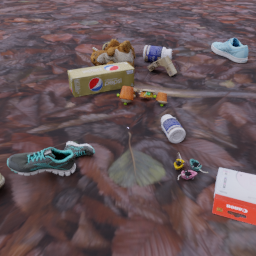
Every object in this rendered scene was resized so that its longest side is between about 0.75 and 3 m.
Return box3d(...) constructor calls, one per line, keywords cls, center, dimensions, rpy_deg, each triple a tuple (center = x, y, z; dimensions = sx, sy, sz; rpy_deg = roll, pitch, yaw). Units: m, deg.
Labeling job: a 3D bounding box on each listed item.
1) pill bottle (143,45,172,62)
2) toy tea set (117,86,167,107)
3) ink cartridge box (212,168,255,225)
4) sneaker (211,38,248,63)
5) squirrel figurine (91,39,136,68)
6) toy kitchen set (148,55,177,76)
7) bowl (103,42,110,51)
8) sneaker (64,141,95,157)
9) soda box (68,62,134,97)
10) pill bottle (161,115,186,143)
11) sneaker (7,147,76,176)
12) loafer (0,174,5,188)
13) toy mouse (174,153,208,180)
box3d(cls="pill bottle", center=(1.434, -3.546, 13.504), dimensions=(1.298, 0.751, 0.751), rpy_deg=(9, 34, 14))
box3d(cls="toy tea set", center=(0.510, -1.057, 10.053), dimensions=(1.780, 0.659, 1.059), rpy_deg=(12, 6, 23))
box3d(cls="ink cartridge box", center=(2.492, 1.479, 6.280), dimensions=(1.034, 0.363, 1.272), rpy_deg=(12, 31, 17))
box3d(cls="sneaker", center=(5.206, -4.141, 14.188), dimensions=(0.897, 0.995, 2.428), rpy_deg=(-15, 36, -23))
box3d(cls="squirrel figurine", center=(-0.686, -3.254, 12.751), dimensions=(1.867, 1.416, 2.001), rpy_deg=(-4, 28, 15))
box3d(cls="toy kitchen set", center=(1.411, -2.516, 12.305), dimensions=(0.988, 0.892, 0.806), rpy_deg=(-25, 7, 44))
box3d(cls="bowl", center=(-0.817, -3.505, 13.497), dimensions=(1.097, 0.515, 1.097), rpy_deg=(11, 67, -26))
box3d(cls="sneaker", center=(-1.333, 0.649, 7.556), dimensions=(0.923, 0.358, 0.421), rpy_deg=(6, 41, 23))
box3d(cls="soda box", center=(-1.040, -1.942, 11.021), dimensions=(2.495, 0.799, 0.845), rpy_deg=(-13, 36, -20))
box3d(cls="pill bottle", center=(1.304, -0.009, 8.333), dimensions=(0.520, 0.520, 0.937), rpy_deg=(-7, 34, -11))
box3d(cls="sneaker", center=(-2.000, 0.713, 6.662), dimensions=(1.600, 0.730, 0.621), rpy_deg=(3, 48, -23))
box3d(cls="loafer", center=(-4.209, 0.898, 6.528), dimensions=(2.859, 0.976, 1.082), rpy_deg=(11, 35, 17))
box3d(cls="toy mouse", center=(1.563, 1.057, 7.012), dimensions=(0.855, 0.186, 0.962), rpy_deg=(12, 36, 19))
